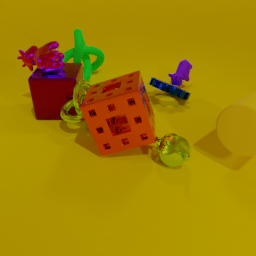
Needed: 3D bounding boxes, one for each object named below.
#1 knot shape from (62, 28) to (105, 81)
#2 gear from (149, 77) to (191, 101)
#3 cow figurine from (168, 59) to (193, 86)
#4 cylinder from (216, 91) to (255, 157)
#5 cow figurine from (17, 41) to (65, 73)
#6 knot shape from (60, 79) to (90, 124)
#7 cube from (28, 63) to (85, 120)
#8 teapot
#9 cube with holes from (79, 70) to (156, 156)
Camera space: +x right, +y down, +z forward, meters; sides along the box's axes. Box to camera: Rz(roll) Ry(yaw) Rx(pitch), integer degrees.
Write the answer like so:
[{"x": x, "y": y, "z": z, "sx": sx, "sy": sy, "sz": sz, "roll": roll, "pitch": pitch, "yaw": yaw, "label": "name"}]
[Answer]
[{"x": -1.689, "y": -2.295, "z": 9.726, "sx": 0.872, "sy": 1.887, "sz": 1.766, "roll": 17, "pitch": 66, "yaw": 29, "label": "knot shape"}, {"x": 1.275, "y": -1.199, "z": 8.544, "sx": 1.278, "sy": 0.236, "sz": 1.278, "roll": 22, "pitch": 13, "yaw": -5, "label": "gear"}, {"x": 1.727, "y": -1.821, "z": 9.150, "sx": 0.533, "sy": 0.971, "sz": 0.956, "roll": 16, "pitch": -2, "yaw": 30, "label": "cow figurine"}, {"x": 2.575, "y": -0.112, "z": 5.793, "sx": 1.101, "sy": 1.101, "sz": 1.101, "roll": 27, "pitch": 37, "yaw": 35, "label": "cylinder"}, {"x": -2.362, "y": -1.846, "z": 7.538, "sx": 1.259, "sy": 0.702, "sz": 1.279, "roll": -21, "pitch": 39, "yaw": 1, "label": "cow figurine"}, {"x": -1.159, "y": -0.523, "z": 7.175, "sx": 1.201, "sy": 1.283, "sz": 0.593, "roll": -34, "pitch": 3, "yaw": -26, "label": "knot shape"}, {"x": -1.936, "y": -1.057, "z": 7.919, "sx": 1.236, "sy": 1.236, "sz": 1.236, "roll": 0, "pitch": 32, "yaw": 0, "label": "cube"}, {"x": 0.965, "y": 0.443, "z": 5.981, "sx": 0.743, "sy": 0.585, "sz": 1.195, "roll": -52, "pitch": 39, "yaw": -5, "label": "teapot"}, {"x": -0.159, "y": -0.362, "z": 6.405, "sx": 1.268, "sy": 1.268, "sz": 1.268, "roll": -15, "pitch": 27, "yaw": 12, "label": "cube with holes"}]
